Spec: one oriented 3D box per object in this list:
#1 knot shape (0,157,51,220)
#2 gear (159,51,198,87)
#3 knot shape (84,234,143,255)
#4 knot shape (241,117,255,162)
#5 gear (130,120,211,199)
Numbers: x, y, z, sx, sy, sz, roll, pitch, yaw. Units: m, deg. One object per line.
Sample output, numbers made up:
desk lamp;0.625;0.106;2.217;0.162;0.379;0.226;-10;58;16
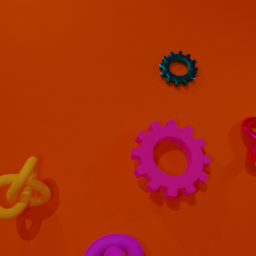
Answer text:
knot shape;-2.450;1.411;6.201;0.667;1.444;1.351;26;36;34
gear;1.450;-1.704;8.070;1.081;0.200;1.081;0;71;0
knot shape;-0.447;3.182;5.503;0.964;2.086;1.952;32;87;-14
knot shape;3.381;0.274;6.930;0.680;1.471;1.376;43;80;-29
gear;1.048;0.741;6.928;1.919;0.355;1.919;4;65;-9
